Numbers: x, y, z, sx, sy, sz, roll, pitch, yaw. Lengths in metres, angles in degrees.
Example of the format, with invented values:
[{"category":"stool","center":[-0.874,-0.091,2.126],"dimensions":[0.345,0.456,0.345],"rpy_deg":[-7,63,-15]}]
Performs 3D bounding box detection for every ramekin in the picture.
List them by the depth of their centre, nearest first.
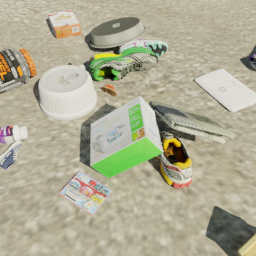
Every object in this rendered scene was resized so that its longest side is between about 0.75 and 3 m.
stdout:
[{"category":"ramekin","center":[-2.333,-1.443,10.667],"dimensions":[2.202,1.156,2.202],"rpy_deg":[0,45,0]}]

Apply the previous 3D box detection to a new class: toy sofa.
[{"category":"toy sofa","center":[3.704,3.430,6.210],"dimensions":[1.008,1.187,2.433],"rpy_deg":[-42,55,-3]}]

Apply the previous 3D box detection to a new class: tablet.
[{"category":"tablet","center":[4.050,-1.608,11.467],"dimensions":[1.562,0.164,2.401],"rpy_deg":[-22,48,-17]}]

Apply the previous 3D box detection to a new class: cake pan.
[{"category":"cake pan","center":[-0.564,-4.776,13.792],"dimensions":[2.909,0.533,2.909],"rpy_deg":[-10,35,7]}]

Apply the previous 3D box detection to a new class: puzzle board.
[{"category":"puzzle board","center":[-1.232,1.867,8.182],"dimensions":[1.288,0.112,0.971],"rpy_deg":[25,51,24]}]

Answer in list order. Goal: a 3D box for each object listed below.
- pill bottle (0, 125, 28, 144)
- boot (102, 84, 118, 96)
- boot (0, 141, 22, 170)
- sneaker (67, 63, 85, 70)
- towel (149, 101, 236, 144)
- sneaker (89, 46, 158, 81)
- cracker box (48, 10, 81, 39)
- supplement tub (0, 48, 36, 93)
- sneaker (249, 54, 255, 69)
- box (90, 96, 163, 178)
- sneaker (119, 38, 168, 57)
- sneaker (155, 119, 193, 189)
[{"category":"pill bottle","center":[-3.987,0.210,9.464],"dimensions":[1.051,0.585,0.585],"rpy_deg":[-8,46,-8]},{"category":"boot","center":[-0.645,-1.568,11.409],"dimensions":[0.784,0.294,0.420],"rpy_deg":[31,48,28]},{"category":"boot","center":[-3.694,0.898,9.001],"dimensions":[0.464,0.374,1.028],"rpy_deg":[31,61,17]},{"category":"sneaker","center":[-2.286,-2.593,12.143],"dimensions":[0.415,0.632,1.099],"rpy_deg":[27,52,23]},{"category":"towel","center":[2.001,-0.220,9.154],"dimensions":[2.328,0.402,2.241],"rpy_deg":[12,17,-19]},{"category":"sneaker","center":[-0.144,-2.558,11.943],"dimensions":[2.945,1.149,1.255],"rpy_deg":[-11,54,2]},{"category":"cracker box","center":[-3.438,-5.617,15.111],"dimensions":[1.339,0.577,2.000],"rpy_deg":[-16,47,-15]},{"category":"supplement tub","center":[-5.067,-2.223,11.183],"dimensions":[2.451,1.502,1.502],"rpy_deg":[-31,53,-26]},{"category":"sneaker","center":[6.284,-3.394,12.804],"dimensions":[1.334,0.848,2.340],"rpy_deg":[10,47,14]},{"category":"box","center":[-0.098,0.287,8.543],"dimensions":[1.978,0.956,1.746],"rpy_deg":[-28,43,22]},{"category":"sneaker","center":[0.634,-4.047,13.365],"dimensions":[2.320,0.902,1.623],"rpy_deg":[-6,47,-7]},{"category":"sneaker","center":[1.245,0.504,8.797],"dimensions":[1.066,1.126,2.740],"rpy_deg":[-19,48,-17]}]
